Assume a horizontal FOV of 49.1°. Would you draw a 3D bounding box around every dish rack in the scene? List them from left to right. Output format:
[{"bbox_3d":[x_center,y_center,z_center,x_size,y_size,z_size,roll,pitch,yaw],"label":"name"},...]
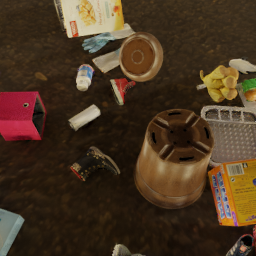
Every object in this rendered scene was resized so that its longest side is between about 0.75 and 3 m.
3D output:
[{"bbox_3d":[3.941,0.410,10.624,2.315,0.587,2.697,4,56,2],"label":"dish rack"}]

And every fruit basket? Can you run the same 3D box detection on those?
[{"bbox_3d":[5.495,-1.242,11.789,1.578,0.798,1.703,-12,72,-8],"label":"fruit basket"}]

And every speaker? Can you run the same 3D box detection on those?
[{"bbox_3d":[-1.744,-0.418,11.232,1.265,0.514,0.514,-36,63,-23],"label":"speaker"}]

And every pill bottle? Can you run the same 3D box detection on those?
[{"bbox_3d":[-1.932,-2.203,12.391,0.633,0.633,1.127,4,57,3],"label":"pill bottle"}]

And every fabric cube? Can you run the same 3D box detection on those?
[{"bbox_3d":[-4.072,-0.451,10.710,1.414,1.418,1.391,0,57,0],"label":"fabric cube"}]

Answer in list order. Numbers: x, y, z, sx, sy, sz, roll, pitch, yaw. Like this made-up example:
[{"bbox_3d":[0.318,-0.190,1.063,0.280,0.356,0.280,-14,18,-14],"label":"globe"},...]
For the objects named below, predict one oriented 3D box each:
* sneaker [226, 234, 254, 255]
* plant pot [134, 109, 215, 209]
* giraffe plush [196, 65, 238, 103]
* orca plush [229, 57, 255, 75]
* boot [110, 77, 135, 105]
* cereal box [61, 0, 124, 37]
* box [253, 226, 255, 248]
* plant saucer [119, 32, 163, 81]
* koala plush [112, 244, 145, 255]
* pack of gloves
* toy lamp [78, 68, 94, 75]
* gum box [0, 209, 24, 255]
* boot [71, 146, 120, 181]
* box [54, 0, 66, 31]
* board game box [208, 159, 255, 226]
[{"bbox_3d":[3.354,3.700,8.385,0.483,0.545,1.289,33,62,20],"label":"sneaker"},{"bbox_3d":[1.509,0.897,9.081,2.618,2.592,2.618,0,55,0],"label":"plant pot"},{"bbox_3d":[4.103,-2.048,12.016,1.478,1.573,1.823,-28,24,-29],"label":"giraffe plush"},{"bbox_3d":[5.491,-2.854,12.870,1.567,0.824,0.557,4,13,29],"label":"orca plush"},{"bbox_3d":[-0.104,-1.639,12.089,1.055,0.530,1.463,-12,53,-10],"label":"boot"},{"bbox_3d":[-1.208,-3.979,9.600,1.999,1.438,0.395,-13,23,-10],"label":"cereal box"},{"bbox_3d":[4.291,3.632,8.348,0.732,0.676,1.427,6,56,4],"label":"box"},{"bbox_3d":[0.328,-2.163,8.528,1.482,1.482,0.238,30,23,19],"label":"plant saucer"},{"bbox_3d":[0.103,4.277,7.369,1.864,1.932,2.102,20,46,12],"label":"koala plush"},{"bbox_3d":[-0.621,-4.202,13.802,2.958,0.584,2.485,-30,60,-18],"label":"pack of gloves"},{"bbox_3d":[-1.948,-2.634,12.937,0.777,0.226,0.226,10,56,8],"label":"toy lamp"},{"bbox_3d":[-4.802,3.604,8.426,2.218,0.582,2.611,14,57,10],"label":"gum box"},{"bbox_3d":[-1.165,1.425,9.923,1.575,0.576,1.186,37,62,26],"label":"boot"},{"bbox_3d":[-2.791,-6.667,15.408,2.273,0.694,2.870,-15,57,-10],"label":"box"},{"bbox_3d":[3.687,1.957,8.545,1.751,1.749,1.749,-7,72,-1],"label":"board game box"}]
